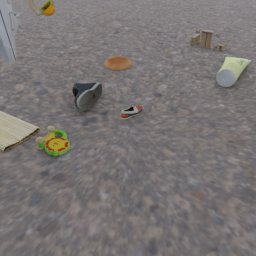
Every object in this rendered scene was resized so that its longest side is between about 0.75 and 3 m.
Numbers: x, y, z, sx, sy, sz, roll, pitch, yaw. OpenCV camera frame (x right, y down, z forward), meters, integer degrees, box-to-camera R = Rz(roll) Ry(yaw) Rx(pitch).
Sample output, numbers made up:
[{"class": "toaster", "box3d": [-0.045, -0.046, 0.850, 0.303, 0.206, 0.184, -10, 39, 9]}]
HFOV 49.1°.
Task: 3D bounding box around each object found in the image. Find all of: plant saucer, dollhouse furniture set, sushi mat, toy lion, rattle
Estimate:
[{"class": "plant saucer", "box3d": [-0.432, -2.820, 12.088, 1.178, 0.220, 1.178, 1, 34, 0]}, {"class": "dollhouse furniture set", "box3d": [4.059, -4.454, 13.932, 1.645, 0.852, 0.728, 22, 42, 28]}, {"class": "sushi mat", "box3d": [-3.874, -0.076, 8.127, 2.551, 0.154, 1.221, 20, 38, 27]}, {"class": "toy lion", "box3d": [-1.907, 0.368, 7.400, 0.859, 0.308, 0.896, 16, 36, 10]}, {"class": "rattle", "box3d": [-2.988, -4.481, 9.324, 0.908, 1.395, 0.997, -10, 29, 0]}]

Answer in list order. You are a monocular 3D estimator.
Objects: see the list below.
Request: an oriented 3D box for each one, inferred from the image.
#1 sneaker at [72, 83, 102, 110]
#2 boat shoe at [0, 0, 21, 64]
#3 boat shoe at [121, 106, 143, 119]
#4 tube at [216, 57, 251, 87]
[{"class": "sneaker", "box3d": [-1.551, -1.045, 9.218, 0.912, 0.642, 1.717, 5, 25, 15]}, {"class": "boat shoe", "box3d": [-3.066, -2.696, 7.045, 0.735, 2.249, 0.827, -29, 53, -30]}, {"class": "boat shoe", "box3d": [0.132, -0.538, 8.696, 0.866, 0.271, 0.308, -26, 40, -34]}, {"class": "tube", "box3d": [4.151, -2.415, 11.138, 0.799, 0.715, 2.753, 50, 40, -2]}]
